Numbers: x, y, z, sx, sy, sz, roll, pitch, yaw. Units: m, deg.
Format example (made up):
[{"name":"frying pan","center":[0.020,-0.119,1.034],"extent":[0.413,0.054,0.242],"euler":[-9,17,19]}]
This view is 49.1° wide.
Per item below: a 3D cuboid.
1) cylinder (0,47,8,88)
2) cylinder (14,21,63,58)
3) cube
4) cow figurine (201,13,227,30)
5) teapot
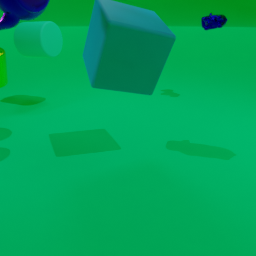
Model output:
[{"name":"cylinder","center":[-3.775,-1.647,7.560],"extent":[0.928,0.928,0.928],"euler":[7,32,-5]},{"name":"cylinder","center":[-3.047,-3.012,9.574],"extent":[1.166,1.166,1.166],"euler":[7,23,23]},{"name":"cube","center":[-0.067,-1.688,5.879],"extent":[1.378,1.378,1.378],"euler":[4,39,-22]},{"name":"cow figurine","center":[3.133,-3.886,10.212],"extent":[1.089,0.598,1.072],"euler":[8,29,39]},{"name":"teapot","center":[-1.819,-2.259,4.428],"extent":[0.888,1.814,1.128],"euler":[17,4,23]}]
